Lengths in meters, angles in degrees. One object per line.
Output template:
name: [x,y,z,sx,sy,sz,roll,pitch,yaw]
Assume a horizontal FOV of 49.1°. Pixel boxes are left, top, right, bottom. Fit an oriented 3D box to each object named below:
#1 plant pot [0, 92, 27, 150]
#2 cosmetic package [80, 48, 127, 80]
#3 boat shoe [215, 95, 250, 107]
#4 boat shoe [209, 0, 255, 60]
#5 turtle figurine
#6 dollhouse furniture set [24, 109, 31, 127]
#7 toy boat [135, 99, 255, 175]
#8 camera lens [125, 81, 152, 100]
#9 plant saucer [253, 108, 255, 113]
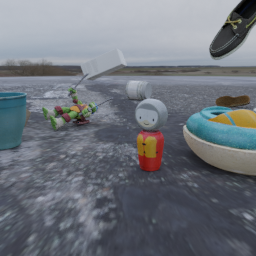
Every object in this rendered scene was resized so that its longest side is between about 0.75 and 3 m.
plant pot: [-2.838,-0.160,6.165,1.227,1.153,1.227,1,13,0]
cosmetic package: [-1.005,-2.634,11.772,1.701,0.722,0.916,-21,1,13]
boat shoe: [4.522,-1.102,12.089,1.403,0.506,0.505,-6,-21,26]
boat shoe: [3.541,-3.401,8.858,0.826,2.742,0.977,33,13,-46]
turtle figurine: [-1.573,-0.721,8.095,1.614,1.198,1.664,-25,-10,-29]
dollhouse furniture set: [-4.944,-0.091,7.278,2.832,2.427,2.978,7,-20,26]
toy boat: [1.400,0.065,5.013,2.622,1.218,2.204,-3,14,-14]
camera lens: [0.525,-1.946,14.472,1.179,0.943,0.943,7,15,28]
plant saucer: [4.717,-0.326,8.543,1.666,0.418,1.666,0,12,0]
